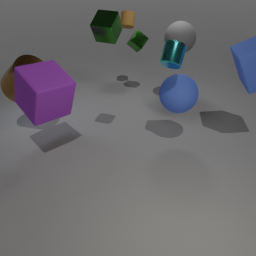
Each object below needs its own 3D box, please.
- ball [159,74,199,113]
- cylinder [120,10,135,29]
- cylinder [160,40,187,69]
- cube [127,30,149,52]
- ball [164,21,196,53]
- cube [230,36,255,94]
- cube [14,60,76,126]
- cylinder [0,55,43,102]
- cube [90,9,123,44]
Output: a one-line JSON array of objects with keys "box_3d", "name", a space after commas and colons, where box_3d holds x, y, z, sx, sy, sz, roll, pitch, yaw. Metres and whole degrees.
[{"box_3d": [1.823, -1.234, 10.094, 1.400, 1.400, 1.400, 0, 30, 0], "name": "ball"}, {"box_3d": [-0.026, -5.389, 13.946, 0.700, 0.700, 0.700, 4, 5, 0], "name": "cylinder"}, {"box_3d": [1.427, -2.310, 8.844, 0.700, 0.700, 0.700, 16, -3, 1], "name": "cylinder"}, {"box_3d": [0.467, -4.312, 13.906, 0.700, 0.700, 0.700, 35, -6, -15], "name": "cube"}, {"box_3d": [2.332, -4.040, 12.520, 1.400, 1.400, 1.400, 0, 30, 0], "name": "ball"}, {"box_3d": [4.512, -2.261, 9.597, 1.400, 1.400, 1.400, -20, 27, 18], "name": "cube"}, {"box_3d": [-2.739, -1.175, 9.175, 1.400, 1.400, 1.400, -24, 58, -39], "name": "cube"}, {"box_3d": [-3.841, -1.803, 10.506, 1.400, 1.400, 1.400, -25, 8, 44], "name": "cylinder"}, {"box_3d": [-0.660, -3.141, 8.707, 0.700, 0.700, 0.700, 13, 66, 17], "name": "cube"}]
